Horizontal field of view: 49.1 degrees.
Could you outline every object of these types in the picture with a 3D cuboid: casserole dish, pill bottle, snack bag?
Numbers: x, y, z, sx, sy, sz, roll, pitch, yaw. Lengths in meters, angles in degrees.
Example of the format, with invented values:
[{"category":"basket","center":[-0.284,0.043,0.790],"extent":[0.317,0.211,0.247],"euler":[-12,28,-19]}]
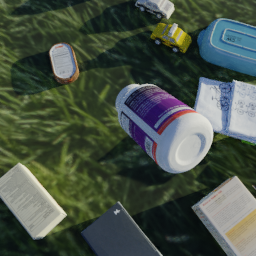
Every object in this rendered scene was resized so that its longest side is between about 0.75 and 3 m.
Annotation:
[{"category":"casserole dish","center":[3.903,-2.868,9.677],"extent":[2.961,0.574,1.793],"euler":[20,71,8]},{"category":"pill bottle","center":[0.619,-0.136,5.955],"extent":[1.260,1.260,2.242],"euler":[-32,41,-11]},{"category":"snack bag","center":[3.212,-0.684,8.791],"extent":[2.314,0.248,2.182],"euler":[15,58,8]}]

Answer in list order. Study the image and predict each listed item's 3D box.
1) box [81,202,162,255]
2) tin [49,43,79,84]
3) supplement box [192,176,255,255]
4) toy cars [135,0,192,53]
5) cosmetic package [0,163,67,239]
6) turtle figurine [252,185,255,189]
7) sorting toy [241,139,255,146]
[{"category":"box","center":[-0.134,2.798,6.802],"extent":[1.089,2.034,1.510],"euler":[-38,74,-13]},{"category":"tin","center":[-2.198,-2.243,9.591],"extent":[0.869,0.325,1.552],"euler":[-14,70,-10]},{"category":"supplement box","center":[2.989,2.616,7.513],"extent":[1.391,0.812,2.208],"euler":[-33,73,-11]},{"category":"toy cars","center":[1.266,-3.940,10.014],"extent":[1.312,0.648,2.926],"euler":[-19,71,-7]},{"category":"cosmetic package","center":[-2.696,2.014,7.736],"extent":[0.974,0.822,1.884],"euler":[-41,74,-14]},{"category":"turtle figurine","center":[4.105,2.030,7.761],"extent":[0.968,0.719,0.999],"euler":[35,37,-10]},{"category":"sorting toy","center":[4.734,0.462,8.550],"extent":[2.601,0.383,1.923],"euler":[33,72,11]}]
